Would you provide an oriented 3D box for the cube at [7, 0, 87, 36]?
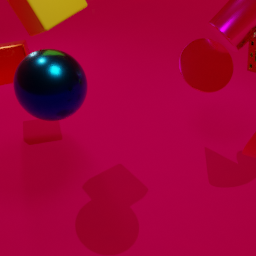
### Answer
[{"bbox_3d":[-1.698,-2.641,5.648,1.070,1.070,1.070,-42,30,-22],"label":"cube"}]

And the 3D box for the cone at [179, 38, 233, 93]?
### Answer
[{"bbox_3d":[1.707,-1.339,6.971,1.285,1.290,1.285,1,82,-7],"label":"cone"}]

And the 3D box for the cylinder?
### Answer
[{"bbox_3d":[2.554,-2.467,6.514,0.993,0.993,0.993,40,17,-15],"label":"cylinder"}]

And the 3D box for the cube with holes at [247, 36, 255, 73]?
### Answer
[{"bbox_3d":[3.439,-1.748,6.603,0.810,0.810,0.810,-11,24,-11],"label":"cube with holes"}]

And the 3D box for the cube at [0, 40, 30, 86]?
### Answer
[{"bbox_3d":[-3.355,-1.919,8.143,0.994,0.994,0.994,-14,27,-10],"label":"cube"}]

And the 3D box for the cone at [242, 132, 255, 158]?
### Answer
[{"bbox_3d":[2.361,0.308,3.680,1.139,1.139,1.143,-27,58,-30],"label":"cone"}]

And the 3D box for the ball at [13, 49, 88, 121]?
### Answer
[{"bbox_3d":[-1.431,-0.795,5.250,1.336,1.336,1.336,0,38,0],"label":"ball"}]
